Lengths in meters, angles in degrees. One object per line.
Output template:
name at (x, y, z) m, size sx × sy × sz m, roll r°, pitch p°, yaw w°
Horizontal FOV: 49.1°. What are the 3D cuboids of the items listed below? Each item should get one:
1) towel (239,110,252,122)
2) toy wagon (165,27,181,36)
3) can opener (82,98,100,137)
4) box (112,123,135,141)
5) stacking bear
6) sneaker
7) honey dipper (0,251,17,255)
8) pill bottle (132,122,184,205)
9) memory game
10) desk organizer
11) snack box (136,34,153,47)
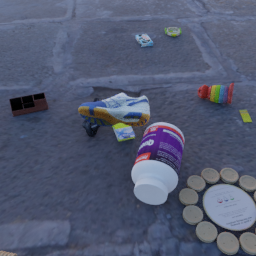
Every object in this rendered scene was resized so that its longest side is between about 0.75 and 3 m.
towel at (4.941, -0.498, 11.795) m, size 0.332 × 0.070 × 0.771 m, roll -3°, pitch 43°, yaw 4°
toy wagon at (2.867, -6.069, 17.754) m, size 0.997 × 0.254 × 1.285 m, roll 1°, pitch 43°, yaw 2°
can opener at (-1.297, -0.454, 11.307) m, size 0.859 × 0.693 × 2.185 m, roll -16°, pitch 33°, yaw 14°
box at (-0.177, 0.100, 10.978) m, size 0.672 × 0.263 × 1.103 m, roll -12°, pitch 44°, yaw -13°
stacking bear at (3.855, -1.557, 12.425) m, size 1.492 × 0.906 × 0.848 m, roll 9°, pitch 82°, yaw 20°
sneaker at (-0.477, -0.721, 10.121) m, size 2.545 × 0.958 × 1.122 m, roll 5°, pitch 58°, yaw 2°
honey dipper at (-3.884, 3.346, 7.402) m, size 1.926 × 0.366 × 0.366 m, roll 5°, pitch 43°, yaw 11°
pill bottle at (0.964, 1.093, 8.994) m, size 1.440 × 1.440 × 2.560 m, roll 10°, pitch 43°, yaw 11°
memory game at (3.079, 2.391, 8.527) m, size 3.010 × 0.192 × 3.010 m, roll 1°, pitch 42°, yaw -1°
desk organizer at (-4.230, -1.019, 11.967) m, size 1.515 × 0.583 × 0.543 m, roll -14°, pitch 44°, yaw -14°
snack box at (0.977, -5.313, 16.939) m, size 0.715 × 0.228 × 1.230 m, roll -11°, pitch 44°, yaw -12°
